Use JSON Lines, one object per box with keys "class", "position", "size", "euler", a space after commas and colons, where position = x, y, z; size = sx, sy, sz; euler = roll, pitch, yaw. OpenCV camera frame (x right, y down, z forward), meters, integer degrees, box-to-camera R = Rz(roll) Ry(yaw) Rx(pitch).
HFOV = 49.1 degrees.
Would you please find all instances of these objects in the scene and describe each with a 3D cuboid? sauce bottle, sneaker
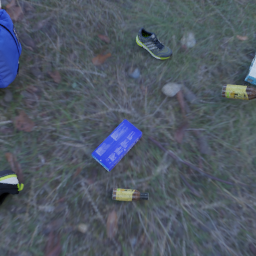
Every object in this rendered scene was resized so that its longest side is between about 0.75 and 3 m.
{"class": "sauce bottle", "position": [3.471, -1.053, 8.353], "size": [1.276, 0.413, 0.413], "euler": [11, 67, 32]}
{"class": "sauce bottle", "position": [0.069, 1.831, 7.620], "size": [0.980, 0.317, 0.317], "euler": [4, 69, -1]}
{"class": "sneaker", "position": [-3.781, 1.861, 7.358], "size": [2.027, 0.727, 0.840], "euler": [-28, 78, -5]}
{"class": "sneaker", "position": [0.851, -2.777, 9.228], "size": [1.415, 0.573, 0.523], "euler": [34, 73, 12]}

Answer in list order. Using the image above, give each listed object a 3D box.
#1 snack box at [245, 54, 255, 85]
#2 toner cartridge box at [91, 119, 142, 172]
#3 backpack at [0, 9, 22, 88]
{"class": "snack box", "position": [4.706, -2.160, 9.101], "size": [1.146, 0.366, 1.972], "euler": [26, 71, 9]}
{"class": "toner cartridge box", "position": [-0.310, 0.490, 8.120], "size": [0.688, 0.313, 1.448], "euler": [40, 74, 15]}
{"class": "backpack", "position": [-4.481, -2.509, 8.225], "size": [2.463, 2.386, 2.936], "euler": [-2, 56, -8]}
